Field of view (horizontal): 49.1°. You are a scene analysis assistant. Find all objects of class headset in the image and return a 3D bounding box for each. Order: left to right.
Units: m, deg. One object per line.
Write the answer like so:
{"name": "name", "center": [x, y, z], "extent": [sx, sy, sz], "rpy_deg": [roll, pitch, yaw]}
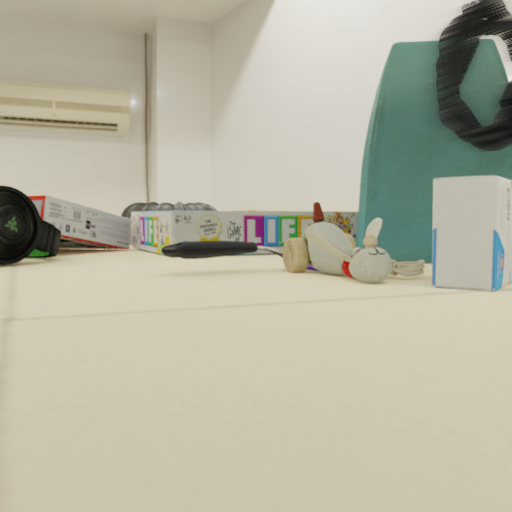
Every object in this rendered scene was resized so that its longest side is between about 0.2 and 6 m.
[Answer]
{"name": "headset", "center": [-3.737, -0.208, 6.987], "extent": [1.831, 1.393, 2.966], "rpy_deg": [4, -11, 11]}

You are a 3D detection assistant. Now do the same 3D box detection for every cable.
{"name": "cable", "center": [2.685, -2.108, 6.415], "extent": [1.915, 1.562, 0.486], "rpy_deg": [-47, 24, -24]}

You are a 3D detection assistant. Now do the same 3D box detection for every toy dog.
{"name": "toy dog", "center": [0.868, -0.177, 5.724], "extent": [1.041, 0.760, 1.579], "rpy_deg": [-10, 8, -38]}

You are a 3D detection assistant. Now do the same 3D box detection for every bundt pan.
{"name": "bundt pan", "center": [-2.087, -0.800, 13.681], "extent": [2.707, 1.016, 2.707], "rpy_deg": [-1, 4, 0]}

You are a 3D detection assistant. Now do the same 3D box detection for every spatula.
{"name": "spatula", "center": [0.131, -0.007, 6.298], "extent": [2.539, 0.261, 0.718], "rpy_deg": [5, 2, -31]}

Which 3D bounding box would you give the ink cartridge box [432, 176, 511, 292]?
{"name": "ink cartridge box", "center": [2.061, -0.219, 5.130], "extent": [0.554, 0.945, 1.308], "rpy_deg": [3, 5, 35]}

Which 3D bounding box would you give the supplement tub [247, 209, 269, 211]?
{"name": "supplement tub", "center": [0.003, -0.661, 12.875], "extent": [0.834, 0.834, 1.155], "rpy_deg": [-1, 4, -16]}

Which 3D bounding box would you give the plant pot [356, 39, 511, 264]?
{"name": "plant pot", "center": [2.625, -1.461, 8.265], "extent": [2.141, 3.029, 2.140], "rpy_deg": [1, 4, 7]}

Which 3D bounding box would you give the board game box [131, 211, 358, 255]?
{"name": "board game box", "center": [0.050, -0.476, 10.564], "extent": [4.245, 0.726, 2.854], "rpy_deg": [-2, 4, -25]}

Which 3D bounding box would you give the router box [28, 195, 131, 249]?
{"name": "router box", "center": [-3.741, -0.533, 9.831], "extent": [2.138, 0.582, 2.383], "rpy_deg": [0, -5, 21]}
